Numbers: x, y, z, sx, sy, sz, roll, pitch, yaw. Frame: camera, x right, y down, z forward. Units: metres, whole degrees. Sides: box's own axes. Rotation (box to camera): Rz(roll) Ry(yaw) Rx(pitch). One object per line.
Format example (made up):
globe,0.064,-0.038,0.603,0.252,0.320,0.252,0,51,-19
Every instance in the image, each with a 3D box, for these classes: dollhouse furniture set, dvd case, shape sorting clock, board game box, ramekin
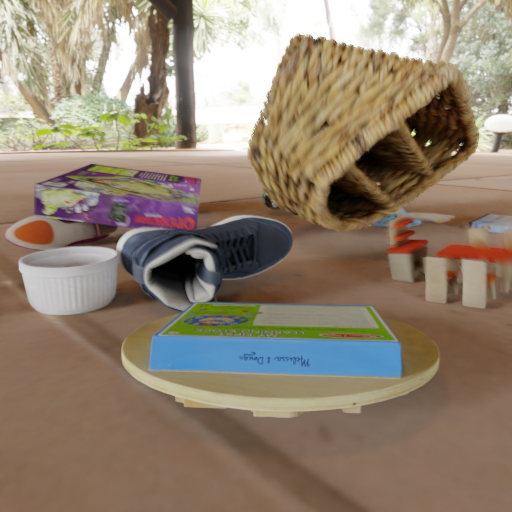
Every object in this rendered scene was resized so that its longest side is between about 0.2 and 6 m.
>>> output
dollhouse furniture set,2.794,-0.054,7.971,1.745,0.909,1.764,6,19,40
dvd case,6.069,-0.652,12.333,2.280,0.200,1.626,9,16,35
shape sorting clock,0.208,0.850,5.209,2.843,0.558,2.843,1,4,0
board game box,-2.686,-1.364,12.299,2.922,0.786,4.868,3,13,-5
ramekin,-2.411,0.314,7.314,1.230,0.646,1.230,0,13,0

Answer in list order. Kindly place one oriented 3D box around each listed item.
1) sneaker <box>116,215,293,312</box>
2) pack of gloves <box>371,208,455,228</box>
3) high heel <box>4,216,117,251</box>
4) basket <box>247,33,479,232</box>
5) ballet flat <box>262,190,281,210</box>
sneaker,-0.415,0.055,7.531,2.615,0.994,1.889,-8,12,-21
pack of gloves,3.091,-1.197,13.880,2.843,0.561,2.389,13,19,42
high heel,-3.790,-0.451,10.840,2.075,0.700,0.997,-3,2,-31
basket,2.188,-1.856,10.938,3.175,3.042,4.262,22,2,25
ballet flat,1.313,-1.434,13.982,2.507,0.931,0.931,1,13,21
